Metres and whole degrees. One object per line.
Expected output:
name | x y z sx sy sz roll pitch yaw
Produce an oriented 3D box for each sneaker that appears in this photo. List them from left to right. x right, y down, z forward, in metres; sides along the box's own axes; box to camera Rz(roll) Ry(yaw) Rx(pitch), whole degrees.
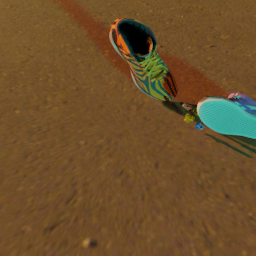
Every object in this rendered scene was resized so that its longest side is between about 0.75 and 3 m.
sneaker | 0.550 -1.864 8.158 1.153 2.973 1.665 -43 16 2
sneaker | 2.810 -0.536 7.836 2.497 0.905 1.423 17 37 -24

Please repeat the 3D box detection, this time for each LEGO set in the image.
LEGO set | 1.875 -0.270 8.010 1.040 0.427 0.397 38 78 -4
